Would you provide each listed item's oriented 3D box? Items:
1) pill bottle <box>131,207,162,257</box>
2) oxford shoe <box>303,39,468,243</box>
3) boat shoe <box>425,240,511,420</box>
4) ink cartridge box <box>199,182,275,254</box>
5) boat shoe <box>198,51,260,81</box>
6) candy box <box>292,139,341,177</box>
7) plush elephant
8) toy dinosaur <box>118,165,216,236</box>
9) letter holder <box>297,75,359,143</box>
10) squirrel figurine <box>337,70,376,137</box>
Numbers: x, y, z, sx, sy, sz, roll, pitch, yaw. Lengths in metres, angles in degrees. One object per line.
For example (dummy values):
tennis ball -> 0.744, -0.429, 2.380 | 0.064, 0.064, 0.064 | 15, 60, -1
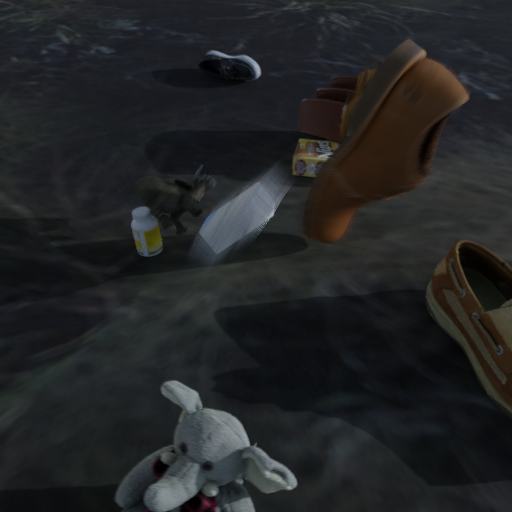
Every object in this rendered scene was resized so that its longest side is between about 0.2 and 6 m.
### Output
pill bottle -> -1.685, -0.375, 8.582 | 0.399, 0.713, 0.399 | -4, 35, 2
oxford shoe -> 1.595, -1.103, 7.598 | 1.200, 3.368, 1.201 | 40, 53, 11
boat shoe -> 3.089, 0.924, 6.586 | 1.154, 1.126, 3.050 | -15, 40, -18
ink cartridge box -> -0.232, -0.506, 7.284 | 0.903, 0.381, 0.659 | -34, 16, 16
boat shoe -> -0.749, -4.840, 14.447 | 1.855, 0.649, 0.615 | 28, 59, 29
candy box -> 1.482, -1.828, 10.702 | 1.477, 0.408, 0.852 | 8, 37, 9
plush elephant -> -0.519, 2.013, 4.927 | 1.542, 1.450, 1.872 | 23, 43, 26
toy dinosaur -> -1.357, -0.843, 8.241 | 1.757, 0.676, 0.898 | -3, 50, -41
letter holder -> 1.728, -2.932, 11.088 | 0.860, 1.216, 1.711 | -11, 26, -34
squirrel figurine -> 1.689, -2.186, 8.368 | 0.783, 1.106, 1.032 | 26, 4, -6
